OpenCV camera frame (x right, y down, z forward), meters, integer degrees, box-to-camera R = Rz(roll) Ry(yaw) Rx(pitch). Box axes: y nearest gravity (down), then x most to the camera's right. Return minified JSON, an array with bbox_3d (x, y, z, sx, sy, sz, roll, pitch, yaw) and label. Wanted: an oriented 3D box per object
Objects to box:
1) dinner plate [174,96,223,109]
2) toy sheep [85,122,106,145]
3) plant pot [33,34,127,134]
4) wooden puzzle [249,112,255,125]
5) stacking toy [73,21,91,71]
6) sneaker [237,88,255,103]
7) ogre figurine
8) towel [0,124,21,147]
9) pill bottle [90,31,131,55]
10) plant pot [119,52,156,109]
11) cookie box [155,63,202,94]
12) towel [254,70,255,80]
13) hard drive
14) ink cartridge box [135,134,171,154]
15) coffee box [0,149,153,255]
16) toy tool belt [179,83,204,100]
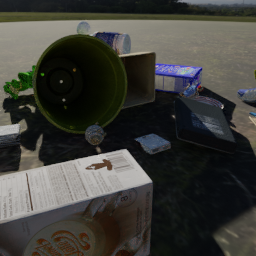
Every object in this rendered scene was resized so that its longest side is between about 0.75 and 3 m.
[{"bbox_3d":[2.523,-0.793,10.115,1.729,0.210,1.729,-1,25,0],"label":"dinner plate"},{"bbox_3d":[-0.872,0.157,7.365,0.545,0.545,0.790,-6,28,-13],"label":"toy sheep"},{"bbox_3d":[-1.868,-1.437,9.071,2.779,2.779,2.676,-13,16,-26],"label":"plant pot"},{"bbox_3d":[4.345,-0.114,8.783,0.955,0.166,1.416,8,27,7],"label":"wooden puzzle"},{"bbox_3d":[-2.088,-3.616,13.165,1.936,2.650,1.936,-1,25,0],"label":"stacking toy"},{"bbox_3d":[4.977,-1.379,10.539,0.625,0.893,1.546,-18,31,-35],"label":"sneaker"},{"bbox_3d":[-3.727,-1.877,11.092,2.463,1.208,1.477,-36,-8,40],"label":"ogre figurine"},{"bbox_3d":[-3.451,0.227,7.812,0.904,0.387,0.748,-10,26,-16],"label":"towel"},{"bbox_3d":[-1.390,-5.282,17.808,2.882,1.599,1.599,10,27,18],"label":"pill bottle"},{"bbox_3d":[-0.196,-1.943,10.638,1.875,1.877,1.662,-16,28,-30],"label":"plant pot"},{"bbox_3d":[1.963,-2.205,12.328,2.180,0.819,1.865,12,28,23],"label":"cookie box"},{"bbox_3d":[5.477,-1.475,10.701,0.213,1.015,2.359,-25,24,9],"label":"towel"},{"bbox_3d":[2.168,-0.196,8.164,1.568,0.370,2.247,15,30,-1],"label":"hard drive"},{"bbox_3d":[0.655,0.423,7.655,0.653,0.193,0.816,-16,24,-28],"label":"ink cartridge box"},{"bbox_3d":[-1.049,1.406,4.062,2.632,1.505,1.049,-11,29,-20],"label":"coffee box"},{"bbox_3d":[2.337,-1.362,10.299,0.891,0.548,0.557,-42,28,-2],"label":"toy tool belt"}]
